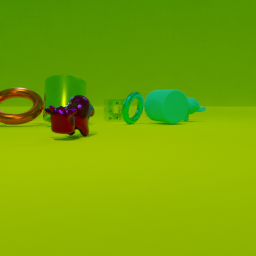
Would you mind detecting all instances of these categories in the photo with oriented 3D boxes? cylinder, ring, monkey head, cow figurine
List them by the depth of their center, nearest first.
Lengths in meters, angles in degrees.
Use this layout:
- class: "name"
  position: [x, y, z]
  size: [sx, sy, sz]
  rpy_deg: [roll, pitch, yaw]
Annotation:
- class: "cow figurine"
  position: [-1.183, -0.320, 5.941]
  size: [0.686, 1.249, 1.229]
  rpy_deg: [3, -36, 14]
- class: "cylinder"
  position: [-2.075, -0.892, 9.259]
  size: [1.355, 1.355, 1.355]
  rpy_deg: [0, -11, 0]
- class: "ring"
  position: [-3.780, -0.767, 9.488]
  size: [1.784, 0.357, 1.784]
  rpy_deg: [6, 43, -6]
- class: "ring"
  position: [0.188, -0.710, 10.018]
  size: [0.239, 1.194, 1.194]
  rpy_deg: [18, 14, 31]
- class: "cylinder"
  position: [1.387, -0.799, 10.261]
  size: [1.187, 1.187, 1.187]
  rpy_deg: [-3, 7, -30]
- class: "monkey head"
  position: [2.511, -0.780, 11.499]
  size: [1.267, 0.912, 0.764]
  rpy_deg: [20, -29, -11]

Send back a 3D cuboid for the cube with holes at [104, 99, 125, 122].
- class: "cube with holes"
  position: [-0.532, -0.785, 12.228]
  size: [0.945, 0.945, 0.945]
  rpy_deg: [-1, 5, -11]
